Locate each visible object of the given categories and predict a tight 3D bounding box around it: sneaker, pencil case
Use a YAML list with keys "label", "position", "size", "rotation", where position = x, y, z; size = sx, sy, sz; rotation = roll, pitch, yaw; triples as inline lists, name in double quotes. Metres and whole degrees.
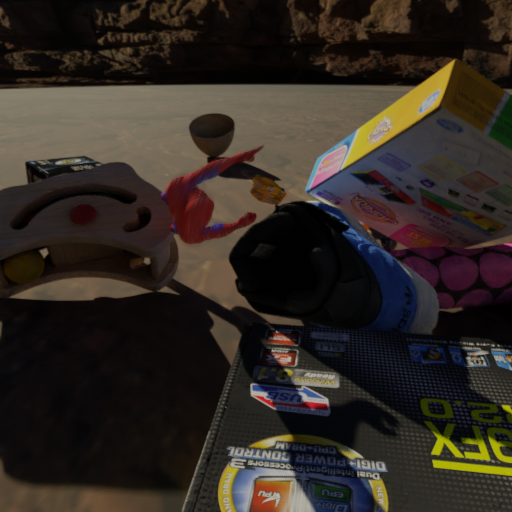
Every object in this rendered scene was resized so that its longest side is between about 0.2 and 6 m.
- label: "sneaker"
  position: [0.464, -0.107, 6.870]
  size: [1.921, 1.326, 3.454]
  rotation: [23, 14, -31]
- label: "pencil case"
  position: [2.618, 0.216, 7.405]
  size: [2.049, 0.930, 0.960]
  rotation: [-1, 15, -8]

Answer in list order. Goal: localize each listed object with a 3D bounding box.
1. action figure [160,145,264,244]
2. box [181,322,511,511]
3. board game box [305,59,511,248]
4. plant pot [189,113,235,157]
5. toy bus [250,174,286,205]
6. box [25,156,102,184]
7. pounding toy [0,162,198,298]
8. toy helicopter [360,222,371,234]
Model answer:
- label: "action figure"
  position: [-0.452, -0.608, 6.058]
  size: [1.131, 0.746, 2.286]
  rotation: [-19, 9, -6]
- label: "box"
  position: [1.378, 1.536, 4.057]
  size: [3.422, 0.758, 2.742]
  rotation: [3, 21, 8]
- label: "board game box"
  position: [2.275, -0.943, 6.998]
  size: [2.281, 0.601, 2.981]
  rotation: [26, -18, -16]
- label: "plant pot"
  position: [-1.300, -3.547, 16.930]
  size: [1.370, 0.920, 1.370]
  rotation: [-2, 46, 2]
- label: "toy bus"
  position: [0.235, -1.338, 11.472]
  size: [0.371, 0.446, 1.138]
  rotation: [46, 17, 17]
- label: "box"
  position: [-4.206, -1.697, 12.560]
  size: [1.414, 0.744, 1.727]
  rotation: [-13, 24, -32]
- label: "pounding toy"
  position: [-2.130, -0.062, 8.210]
  size: [3.256, 1.868, 1.862]
  rotation: [-17, 53, -18]
- label: "toy helicopter"
  position: [1.184, -0.360, 9.371]
  size: [1.453, 0.573, 0.961]
  rotation: [0, 18, 6]
